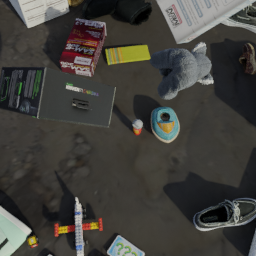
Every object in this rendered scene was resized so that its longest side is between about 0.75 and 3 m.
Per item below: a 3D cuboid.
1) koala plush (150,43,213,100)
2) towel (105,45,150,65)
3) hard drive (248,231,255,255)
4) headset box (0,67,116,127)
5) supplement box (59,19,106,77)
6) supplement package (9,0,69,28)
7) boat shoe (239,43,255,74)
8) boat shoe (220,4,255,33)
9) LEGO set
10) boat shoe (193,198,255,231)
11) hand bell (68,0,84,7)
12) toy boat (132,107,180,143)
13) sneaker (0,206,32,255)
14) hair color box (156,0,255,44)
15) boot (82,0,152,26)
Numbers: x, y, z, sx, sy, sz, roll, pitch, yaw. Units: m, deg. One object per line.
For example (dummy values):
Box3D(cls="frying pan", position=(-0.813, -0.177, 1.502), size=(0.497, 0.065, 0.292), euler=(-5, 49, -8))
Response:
Box3D(cls="koala plush", position=(1.459, -1.417, 6.666), size=(1.354, 1.244, 1.200), euler=(-15, 92, -29))
Box3D(cls="towel", position=(-0.015, -2.722, 10.438), size=(1.607, 0.145, 0.692), euler=(-8, 67, -6))
Box3D(cls="hard drive", position=(4.532, 2.504, 7.380), size=(1.926, 0.384, 2.921), euler=(24, 64, 13))
Box3D(cls="headset box", position=(-1.401, -0.603, 5.566), size=(1.869, 1.627, 0.867), euler=(11, 92, 42))
Box3D(cls="supplement box", position=(-1.608, -2.976, 10.264), size=(1.169, 0.654, 2.148), euler=(9, 63, 5))
Box3D(cls="supplement package", position=(-3.835, -5.577, 11.295), size=(1.886, 1.343, 2.421), euler=(-29, 64, -16))
Box3D(cls="boat shoe", position=(4.276, -2.523, 10.136), size=(0.475, 0.477, 1.321), euler=(1, 67, -1))
Box3D(cls="boat shoe", position=(4.565, -4.523, 10.947), size=(2.674, 0.948, 0.964), euler=(22, 63, 12))
Box3D(cls="LEGO set", position=(-1.189, 3.121, 6.933), size=(2.666, 0.654, 1.992), euler=(31, 62, 16))
Box3D(cls="boat shoe", position=(2.661, 2.221, 7.394), size=(1.873, 0.640, 0.691), euler=(-8, 61, -4))
Box3D(cls="hand bell", position=(-2.710, -6.066, 11.605), size=(1.013, 1.013, 1.946), euler=(-41, 77, -20))
Box3D(cls="toy boat", position=(0.864, -0.101, 8.655), size=(1.477, 0.687, 1.242), euler=(-9, 62, -5))
Box3D(cls="sneaker", position=(-3.560, 2.556, 7.149), size=(1.873, 0.689, 1.105), euler=(30, 59, 13))
Box3D(cls="hair color box", position=(2.218, -3.443, 7.097), size=(0.827, 2.728, 1.350), euler=(-29, 93, -52))
Box3D(cls="boot", position=(-0.360, -4.634, 11.081), size=(2.347, 0.868, 1.923), euler=(-39, 67, -24))
